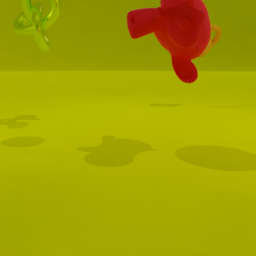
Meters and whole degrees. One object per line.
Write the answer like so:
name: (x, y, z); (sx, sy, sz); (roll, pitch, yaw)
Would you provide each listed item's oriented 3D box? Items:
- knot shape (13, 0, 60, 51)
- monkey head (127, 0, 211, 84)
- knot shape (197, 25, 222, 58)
knot shape: (-2.122, -2.470, 6.556); (0.670, 1.356, 1.449); (-11, -7, -45)
monkey head: (0.682, -1.651, 4.590); (1.299, 1.805, 1.088); (-10, -10, 8)
knot shape: (2.676, -3.249, 10.327); (1.439, 1.347, 0.665); (24, 3, -18)
